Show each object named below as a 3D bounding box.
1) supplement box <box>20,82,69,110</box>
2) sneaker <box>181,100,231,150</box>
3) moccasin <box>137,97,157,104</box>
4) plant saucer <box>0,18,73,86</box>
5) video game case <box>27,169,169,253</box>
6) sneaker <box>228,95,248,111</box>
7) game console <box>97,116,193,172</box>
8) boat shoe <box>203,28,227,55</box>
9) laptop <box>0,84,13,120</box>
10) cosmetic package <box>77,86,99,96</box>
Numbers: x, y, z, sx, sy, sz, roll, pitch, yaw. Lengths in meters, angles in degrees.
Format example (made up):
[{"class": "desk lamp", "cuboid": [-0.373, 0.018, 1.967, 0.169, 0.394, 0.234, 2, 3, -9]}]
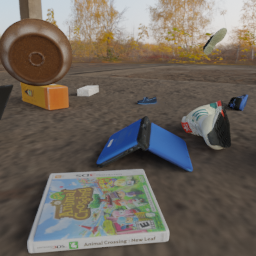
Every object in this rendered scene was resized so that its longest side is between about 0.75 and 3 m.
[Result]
[{"class": "supplement box", "cuboid": [-3.677, -1.471, 12.116, 0.976, 0.944, 2.838, -14, 22, -41]}, {"class": "sneaker", "cuboid": [2.032, -0.006, 7.542, 1.214, 0.914, 2.596, -17, 13, 25]}, {"class": "moccasin", "cuboid": [0.835, -1.240, 12.439, 0.925, 0.315, 0.372, -8, 18, -26]}, {"class": "plant saucer", "cuboid": [-2.260, -1.757, 6.937, 1.780, 1.780, 0.326, -4, 38, -13]}, {"class": "video game case", "cuboid": [-0.451, 1.133, 4.322, 1.742, 0.211, 1.914, -2, 16, -7]}, {"class": "sneaker", "cuboid": [4.563, -1.108, 11.569, 0.601, 0.541, 1.544, 16, 23, 24]}, {"class": "game console", "cuboid": [0.400, 0.540, 6.464, 1.663, 1.153, 1.949, -29, 10, 13]}, {"class": "boat shoe", "cuboid": [3.683, -3.783, 12.010, 0.484, 1.294, 0.429, 15, 37, -25]}, {"class": "laptop", "cuboid": [-4.584, -0.245, 6.757, 2.650, 1.536, 2.481, 9, 18, 28]}, {"class": "cosmetic package", "cuboid": [-2.097, -1.972, 14.848, 0.642, 0.394, 1.556, 4, 16, 13]}]
